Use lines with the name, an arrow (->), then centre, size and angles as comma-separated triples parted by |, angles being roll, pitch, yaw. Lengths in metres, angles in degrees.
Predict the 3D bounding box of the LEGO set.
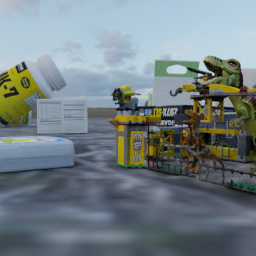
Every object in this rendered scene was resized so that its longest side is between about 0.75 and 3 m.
LEGO set -> 0.772, -0.257, 1.879 | 1.451, 1.093, 1.887 | -1, 3, -30

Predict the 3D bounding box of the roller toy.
roller toy -> 4.653, -1.072, 10.833 | 2.783, 1.944, 2.538 | 10, -1, 31

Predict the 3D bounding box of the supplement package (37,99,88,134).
supplement package -> -1.494, -0.274, 6.426 | 1.032, 0.735, 1.326 | -1, 4, -13

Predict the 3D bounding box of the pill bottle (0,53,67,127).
pill bottle -> -3.550, -1.346, 9.528 | 2.692, 1.538, 1.538 | -32, 7, -6

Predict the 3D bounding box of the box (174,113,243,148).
box -> 1.595, 0.015, 3.445 | 1.735, 0.426, 1.399 | 0, 5, -8

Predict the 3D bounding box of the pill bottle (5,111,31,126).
pill bottle -> -4.758, -0.581, 10.886 | 1.736, 0.979, 0.979 | -2, 3, -35

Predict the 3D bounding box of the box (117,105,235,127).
box -> 1.444, -0.303, 8.114 | 2.799, 0.691, 2.235 | -2, 2, -45

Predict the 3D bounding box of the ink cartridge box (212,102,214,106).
ink cartridge box -> 5.758, -0.830, 14.831 | 1.964, 1.134, 2.699 | -1, 3, -29

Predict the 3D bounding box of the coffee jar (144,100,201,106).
coffee jar -> 2.081, -0.739, 12.528 | 2.699, 1.152, 1.408 | -3, 2, -42

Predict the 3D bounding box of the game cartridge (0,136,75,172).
game cartridge -> -0.861, 0.184, 2.365 | 0.692, 0.210, 1.037 | 3, 1, -31

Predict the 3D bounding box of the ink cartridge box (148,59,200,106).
ink cartridge box -> 1.590, -1.220, 9.966 | 1.691, 2.324, 0.557 | -1, 12, -12
